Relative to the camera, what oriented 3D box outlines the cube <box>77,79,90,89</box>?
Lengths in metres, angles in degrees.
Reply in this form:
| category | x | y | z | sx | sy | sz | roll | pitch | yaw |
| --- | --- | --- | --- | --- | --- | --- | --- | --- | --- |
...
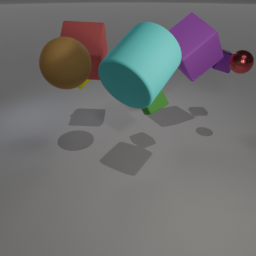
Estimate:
| category | x | y | z | sx | sy | sz | roll | pitch | yaw |
| --- | --- | --- | --- | --- | --- | --- | --- | --- | --- |
| cube | -1.914 | -2.038 | 10.692 | 0.700 | 0.700 | 0.700 | -45 | 50 | -12 |

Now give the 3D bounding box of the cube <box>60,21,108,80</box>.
| category | x | y | z | sx | sy | sz | roll | pitch | yaw |
| --- | --- | --- | --- | --- | --- | --- | --- | --- | --- |
| cube | -1.511 | -2.638 | 9.648 | 1.400 | 1.400 | 1.400 | 4 | 66 | 2 |

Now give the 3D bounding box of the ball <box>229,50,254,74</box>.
| category | x | y | z | sx | sy | sz | roll | pitch | yaw |
| --- | --- | --- | --- | --- | --- | --- | --- | --- | --- |
| ball | 3.407 | -1.982 | 8.419 | 0.700 | 0.700 | 0.700 | 0 | 28 | 0 |

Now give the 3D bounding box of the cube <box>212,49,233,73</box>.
| category | x | y | z | sx | sy | sz | roll | pitch | yaw |
| --- | --- | --- | --- | --- | --- | --- | --- | --- | --- |
| cube | 3.569 | -2.593 | 10.684 | 0.700 | 0.700 | 0.700 | 11 | 27 | -16 |

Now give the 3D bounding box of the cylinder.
| category | x | y | z | sx | sy | sz | roll | pitch | yaw |
| --- | --- | --- | --- | --- | --- | --- | --- | --- | --- |
| cylinder | 0.278 | -1.399 | 6.339 | 1.400 | 1.400 | 1.400 | 19 | 60 | 32 |

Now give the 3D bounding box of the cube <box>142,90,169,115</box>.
| category | x | y | z | sx | sy | sz | roll | pitch | yaw |
| --- | --- | --- | --- | --- | --- | --- | --- | --- | --- |
| cube | 0.749 | -0.890 | 8.931 | 0.700 | 0.700 | 0.700 | -31 | 7 | -11 |

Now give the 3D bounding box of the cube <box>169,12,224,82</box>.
| category | x | y | z | sx | sy | sz | roll | pitch | yaw |
| --- | --- | --- | --- | --- | --- | --- | --- | --- | --- |
| cube | 2.210 | -2.768 | 9.674 | 1.400 | 1.400 | 1.400 | -39 | 56 | 7 |

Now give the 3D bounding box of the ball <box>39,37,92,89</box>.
| category | x | y | z | sx | sy | sz | roll | pitch | yaw |
| --- | --- | --- | --- | --- | --- | --- | --- | --- | --- |
| ball | -1.705 | -1.762 | 7.669 | 1.400 | 1.400 | 1.400 | 0 | 28 | 0 |
